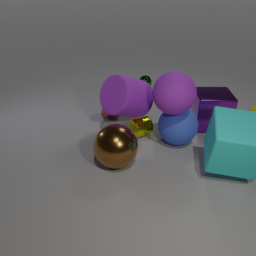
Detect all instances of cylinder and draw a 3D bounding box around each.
[{"bbox_3d":[0.485,-0.046,10.557,0.700,0.700,0.700,-16,33,-26],"label":"cylinder"},{"bbox_3d":[-0.043,-1.101,9.981,1.400,1.400,1.400,27,17,39],"label":"cylinder"}]

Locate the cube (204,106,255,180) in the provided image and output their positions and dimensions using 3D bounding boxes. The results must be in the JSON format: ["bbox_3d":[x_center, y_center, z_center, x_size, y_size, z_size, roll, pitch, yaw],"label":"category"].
[{"bbox_3d":[3.037,0.421,8.017,1.400,1.400,1.400,9,44,6],"label":"cube"}]

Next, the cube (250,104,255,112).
[{"bbox_3d":[5.576,-0.691,11.331,0.700,0.700,0.700,1,58,-30],"label":"cube"}]

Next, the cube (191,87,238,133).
[{"bbox_3d":[3.324,-0.740,11.076,1.400,1.400,1.400,1,29,1],"label":"cube"}]

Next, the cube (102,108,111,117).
[{"bbox_3d":[-0.733,-0.918,11.891,0.700,0.700,0.700,-10,13,-3],"label":"cube"}]

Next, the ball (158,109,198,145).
[{"bbox_3d":[1.761,-0.094,9.911,1.400,1.400,1.400,0,29,0],"label":"ball"}]

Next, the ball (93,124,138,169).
[{"bbox_3d":[-0.383,0.568,8.746,1.400,1.400,1.400,0,29,0],"label":"ball"}]

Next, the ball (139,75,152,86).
[{"bbox_3d":[0.921,-2.459,14.941,0.700,0.700,0.700,0,29,0],"label":"ball"}]

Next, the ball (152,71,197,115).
[{"bbox_3d":[1.485,-1.117,8.976,1.400,1.400,1.400,0,29,0],"label":"ball"}]
